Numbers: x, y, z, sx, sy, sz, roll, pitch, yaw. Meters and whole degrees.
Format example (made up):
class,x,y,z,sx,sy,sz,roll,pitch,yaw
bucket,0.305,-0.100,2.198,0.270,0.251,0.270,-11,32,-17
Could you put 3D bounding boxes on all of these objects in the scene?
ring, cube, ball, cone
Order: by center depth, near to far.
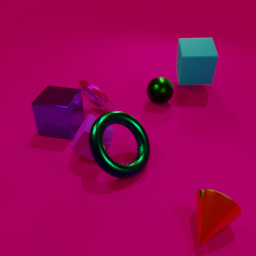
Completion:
class,x,y,z,sx,sy,sz,roll,pitch,yaw
cone,1.621,1.916,5.602,0.970,0.970,0.974,21,56,26
ring,-0.175,0.397,7.125,1.784,0.357,1.784,14,63,-30
cube,-0.940,0.272,7.531,0.787,0.787,0.787,30,33,-17
cube,-2.066,-0.493,8.500,1.135,1.135,1.135,7,37,9
ring,-1.031,-0.986,9.009,1.508,1.508,0.302,31,78,35
ball,1.119,-1.309,9.784,0.955,0.955,0.955,0,36,0
cube,2.487,-2.448,10.329,1.239,1.239,1.239,0,48,3
